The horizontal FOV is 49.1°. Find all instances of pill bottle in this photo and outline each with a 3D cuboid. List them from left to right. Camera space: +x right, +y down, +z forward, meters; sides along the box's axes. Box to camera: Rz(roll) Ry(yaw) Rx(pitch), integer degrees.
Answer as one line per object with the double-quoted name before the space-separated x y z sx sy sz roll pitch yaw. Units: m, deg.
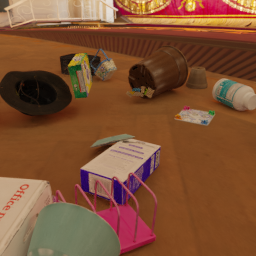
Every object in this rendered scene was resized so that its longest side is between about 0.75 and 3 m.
"pill bottle" 4.886 -1.471 12.677 1.119 1.119 2.020 -11 28 -23

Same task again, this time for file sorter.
"file sorter" -0.459 1.724 5.651 1.772 1.111 1.231 -8 24 -28

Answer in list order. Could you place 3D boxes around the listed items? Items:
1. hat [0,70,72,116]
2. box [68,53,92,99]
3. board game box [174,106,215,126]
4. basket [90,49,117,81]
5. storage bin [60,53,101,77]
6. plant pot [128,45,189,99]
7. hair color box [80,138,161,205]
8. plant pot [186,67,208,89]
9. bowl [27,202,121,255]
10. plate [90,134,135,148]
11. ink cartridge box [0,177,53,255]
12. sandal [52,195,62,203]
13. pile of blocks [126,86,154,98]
"hat" -3.887 -1.205 11.793 2.919 1.178 2.919 15 42 -14
"box" -1.989 -2.335 12.088 0.591 1.434 2.444 -8 27 1
"board game box" 2.837 -0.555 11.815 1.390 0.180 1.390 12 28 26
"basket" -1.512 -3.758 16.802 1.088 1.379 1.564 -25 73 -45
"storage bin" -3.103 -4.135 18.352 2.408 1.129 1.628 16 30 29
"plant pot" 1.405 -2.723 14.215 2.371 2.371 2.347 23 41 40
"hair color box" -0.116 1.056 7.609 1.244 0.738 2.277 13 26 26
"plant pot" 3.900 -2.840 15.673 1.215 1.055 1.215 1 25 0
"bowl" -0.987 2.096 4.601 1.587 1.587 0.830 7 33 15
"plate" -0.504 0.385 8.940 1.461 0.187 1.461 -14 -4 -1
"ink cartridge box" -3.142 1.928 5.270 2.917 1.237 2.124 2 25 8
"sandal" -1.939 1.753 6.677 1.455 0.358 0.592 18 30 33
"pile of blocks" 0.559 -1.707 13.241 1.314 0.539 0.408 1 11 -3
